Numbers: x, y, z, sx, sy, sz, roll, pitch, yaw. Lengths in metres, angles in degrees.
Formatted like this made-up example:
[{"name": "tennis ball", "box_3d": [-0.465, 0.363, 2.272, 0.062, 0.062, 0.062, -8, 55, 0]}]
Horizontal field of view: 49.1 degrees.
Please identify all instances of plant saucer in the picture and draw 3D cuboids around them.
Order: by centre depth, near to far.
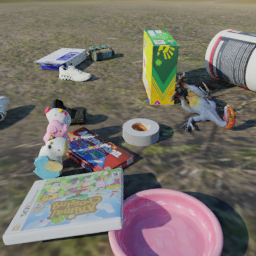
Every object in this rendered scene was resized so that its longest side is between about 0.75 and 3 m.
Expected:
[{"name": "plant saucer", "box_3d": [0.592, 1.755, 4.584, 1.806, 0.458, 1.806, -1, 29, 0]}]

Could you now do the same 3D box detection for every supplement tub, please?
[{"name": "supplement tub", "box_3d": [4.598, -2.538, 10.643, 1.995, 1.995, 2.843, -19, 34, -30]}]

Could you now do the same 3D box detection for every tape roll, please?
[{"name": "tape roll", "box_3d": [0.354, 0.101, 7.663, 0.996, 0.329, 0.996, 1, 30, 0]}]

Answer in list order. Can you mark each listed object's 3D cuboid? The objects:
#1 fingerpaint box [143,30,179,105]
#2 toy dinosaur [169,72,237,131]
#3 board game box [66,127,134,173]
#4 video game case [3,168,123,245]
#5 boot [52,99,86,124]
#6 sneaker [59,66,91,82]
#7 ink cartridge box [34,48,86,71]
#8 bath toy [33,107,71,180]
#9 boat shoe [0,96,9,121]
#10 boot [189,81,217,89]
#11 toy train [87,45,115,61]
[{"name": "fingerpaint box", "box_3d": [1.112, -2.261, 10.110, 0.903, 2.054, 2.463, -2, 29, -3]}, {"name": "toy dinosaur", "box_3d": [2.390, -0.777, 8.532, 2.237, 1.294, 2.465, 37, 34, 24]}, {"name": "board game box", "box_3d": [-0.913, 0.555, 6.998, 1.036, 0.196, 2.013, -25, 38, -38]}, {"name": "video game case", "box_3d": [-1.010, 1.315, 5.055, 1.869, 0.206, 1.702, -9, 20, 2]}, {"name": "boot", "box_3d": [-1.772, -0.503, 8.549, 0.956, 0.481, 1.278, -11, 41, -6]}, {"name": "sneaker", "box_3d": [-2.226, -2.276, 11.673, 1.406, 0.570, 0.528, 7, 29, 10]}, {"name": "ink cartridge box", "box_3d": [-3.151, -3.246, 13.422, 1.397, 0.551, 2.809, 8, 29, 13]}, {"name": "bath toy", "box_3d": [-1.694, 0.195, 6.428, 0.850, 0.722, 1.955, -25, 39, 17]}, {"name": "boat shoe", "box_3d": [-3.982, -0.418, 8.436, 0.575, 0.584, 1.647, 23, 31, 1]}, {"name": "boot", "box_3d": [2.842, -1.612, 10.760, 0.867, 0.279, 0.808, -10, 18, -24]}, {"name": "toy train", "box_3d": [-1.381, -3.881, 14.553, 1.476, 0.629, 0.841, -21, 48, -36]}]
